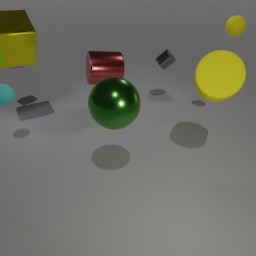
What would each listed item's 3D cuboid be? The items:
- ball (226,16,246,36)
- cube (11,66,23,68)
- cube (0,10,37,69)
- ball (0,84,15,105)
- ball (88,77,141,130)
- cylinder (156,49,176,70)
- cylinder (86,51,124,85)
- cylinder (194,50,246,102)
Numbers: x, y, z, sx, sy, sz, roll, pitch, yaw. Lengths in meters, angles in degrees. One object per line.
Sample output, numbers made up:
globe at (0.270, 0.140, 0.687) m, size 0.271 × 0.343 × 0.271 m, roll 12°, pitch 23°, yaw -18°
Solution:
ball at (3.943, -3.731, 10.230) m, size 0.700 × 0.700 × 0.700 m, roll 0°, pitch 30°, yaw 0°
cube at (-4.964, -3.012, 12.015) m, size 0.700 × 0.700 × 0.700 m, roll 31°, pitch 29°, yaw 29°
cube at (-4.110, -3.131, 9.861) m, size 1.400 × 1.400 × 1.400 m, roll -15°, pitch 57°, yaw -26°
ball at (-4.204, -1.117, 9.449) m, size 0.700 × 0.700 × 0.700 m, roll 0°, pitch 30°, yaw 0°
ball at (-0.362, -0.655, 7.477) m, size 1.400 × 1.400 × 1.400 m, roll 0°, pitch 30°, yaw 0°
cylinder at (1.800, -3.272, 13.383) m, size 0.700 × 0.700 × 0.700 m, roll -36°, pitch 19°, yaw 24°
cylinder at (-1.005, -2.550, 11.930) m, size 1.400 × 1.400 × 1.400 m, roll -3°, pitch 29°, yaw -17°
cylinder at (2.784, -1.549, 8.678) m, size 1.400 × 1.400 × 1.400 m, roll 7°, pitch 2°, yaw 12°
